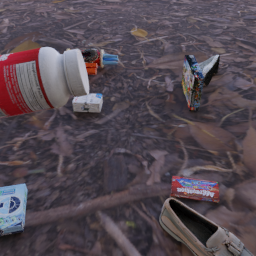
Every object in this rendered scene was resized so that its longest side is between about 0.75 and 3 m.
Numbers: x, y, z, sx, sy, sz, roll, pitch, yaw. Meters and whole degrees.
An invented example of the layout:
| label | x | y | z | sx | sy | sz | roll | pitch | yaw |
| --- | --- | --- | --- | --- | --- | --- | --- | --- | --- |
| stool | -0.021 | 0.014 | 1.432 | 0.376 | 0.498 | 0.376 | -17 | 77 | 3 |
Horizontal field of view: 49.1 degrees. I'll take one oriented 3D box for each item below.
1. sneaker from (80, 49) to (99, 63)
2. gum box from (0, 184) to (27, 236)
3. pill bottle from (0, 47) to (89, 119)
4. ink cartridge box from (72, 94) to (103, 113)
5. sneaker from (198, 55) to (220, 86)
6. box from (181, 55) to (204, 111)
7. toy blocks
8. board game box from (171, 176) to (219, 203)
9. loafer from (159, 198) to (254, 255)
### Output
| label | x | y | z | sx | sy | sz | roll | pitch | yaw |
| --- | --- | --- | --- | --- | --- | --- | --- | --- | --- |
| sneaker | -2.239 | -3.451 | 13.486 | 1.695 | 0.683 | 0.633 | -9 | -2 | 4 |
| gum box | -3.277 | 2.125 | 7.232 | 1.180 | 0.309 | 1.389 | -7 | 38 | -10 |
| pill bottle | -2.290 | -1.080 | 6.592 | 2.564 | 1.439 | 1.439 | -10 | 37 | 1 |
| ink cartridge box | -1.611 | -1.027 | 11.300 | 1.083 | 0.465 | 0.793 | 2 | 36 | 4 |
| sneaker | 3.755 | -2.910 | 13.474 | 0.988 | 0.921 | 2.493 | 18 | 40 | 29 |
| box | 2.645 | -1.921 | 11.646 | 0.408 | 1.479 | 2.166 | 0 | 37 | 0 |
| toy blocks | -1.861 | -3.158 | 13.742 | 2.601 | 0.945 | 2.168 | 3 | 36 | 4 |
| board game box | 1.893 | 1.722 | 7.932 | 1.303 | 0.127 | 0.671 | 6 | 38 | 8 |
| loafer | 1.773 | 2.471 | 6.394 | 2.426 | 0.763 | 0.872 | 26 | 44 | 31 |
